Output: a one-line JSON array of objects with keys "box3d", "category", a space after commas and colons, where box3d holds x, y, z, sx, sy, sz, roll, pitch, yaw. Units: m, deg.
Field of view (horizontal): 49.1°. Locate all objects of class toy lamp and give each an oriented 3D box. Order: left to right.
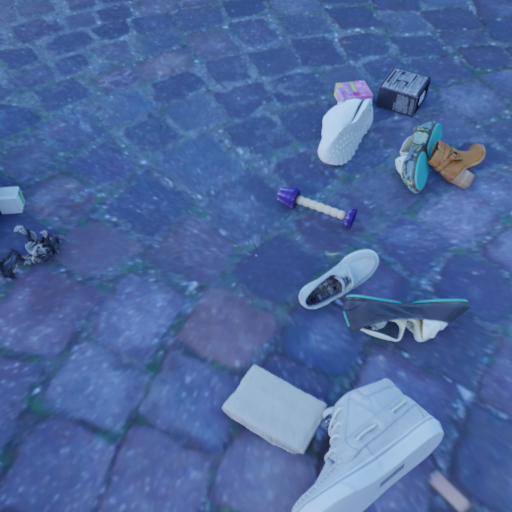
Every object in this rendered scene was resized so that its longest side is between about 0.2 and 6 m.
[{"box3d": [1.311, -1.101, 12.418, 1.784, 0.519, 0.519, 22, 54, 17], "category": "toy lamp"}]

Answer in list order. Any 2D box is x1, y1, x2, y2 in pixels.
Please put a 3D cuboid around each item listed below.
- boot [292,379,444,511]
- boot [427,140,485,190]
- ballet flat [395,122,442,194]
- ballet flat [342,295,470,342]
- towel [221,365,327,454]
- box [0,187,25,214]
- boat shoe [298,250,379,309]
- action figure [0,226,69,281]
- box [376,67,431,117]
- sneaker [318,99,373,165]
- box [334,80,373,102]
[{"box3d": [1.427, 3.049, 8.724, 2.938, 1.080, 1.404, -23, 47, -28], "category": "boot"}, {"box3d": [4.710, -2.370, 13.256, 1.144, 0.565, 1.473, 33, 68, -3], "category": "boot"}, {"box3d": [3.774, -2.313, 13.357, 0.891, 0.891, 2.400, 21, 51, 16], "category": "ballet flat"}, {"box3d": [2.780, 1.185, 10.389, 2.408, 0.880, 0.880, 3, 50, -6], "category": "ballet flat"}, {"box3d": [0.334, 2.583, 9.458, 1.557, 0.268, 1.032, 27, 53, 19], "category": "towel"}, {"box3d": [-5.511, -1.244, 12.545, 0.472, 0.469, 0.404, -4, 50, -3], "category": "box"}, {"box3d": [1.606, 0.499, 10.626, 1.739, 0.619, 0.607, -33, 98, 4], "category": "boat shoe"}, {"box3d": [-4.638, -0.149, 11.462, 1.501, 0.766, 0.892, -36, 48, -24], "category": "action figure"}, {"box3d": [3.950, -4.409, 15.055, 1.085, 0.674, 1.093, 25, 54, 19], "category": "box"}, {"box3d": [2.038, -3.088, 13.926, 1.014, 0.962, 2.518, 16, 46, 27], "category": "sneaker"}, {"box3d": [2.634, -4.355, 15.191, 0.835, 0.404, 0.734, -9, 51, -7], "category": "box"}]
